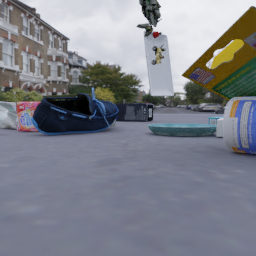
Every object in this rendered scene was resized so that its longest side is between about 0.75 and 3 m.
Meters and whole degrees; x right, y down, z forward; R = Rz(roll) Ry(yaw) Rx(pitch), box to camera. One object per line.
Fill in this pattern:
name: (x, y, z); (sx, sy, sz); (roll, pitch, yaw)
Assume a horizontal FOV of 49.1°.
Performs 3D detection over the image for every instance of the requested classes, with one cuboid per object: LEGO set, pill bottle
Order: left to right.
LEGO set: (0.587, -2.309, 5.900); (0.546, 1.251, 1.927); (-4, -30, 24)
pill bottle: (2.138, -0.021, 3.752); (1.495, 0.838, 0.838); (4, 6, 40)

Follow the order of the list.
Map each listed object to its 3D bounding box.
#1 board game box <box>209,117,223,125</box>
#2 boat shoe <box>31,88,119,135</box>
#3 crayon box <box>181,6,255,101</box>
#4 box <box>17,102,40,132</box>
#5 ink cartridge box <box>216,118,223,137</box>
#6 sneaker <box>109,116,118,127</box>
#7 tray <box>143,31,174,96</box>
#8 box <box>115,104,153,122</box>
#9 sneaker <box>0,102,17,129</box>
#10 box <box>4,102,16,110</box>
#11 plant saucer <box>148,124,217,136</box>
board game box: (3.510, -0.099, 8.049); (1.851, 0.434, 1.397); (-1, 4, -17)
boat shoe: (-1.179, -0.442, 7.654); (1.182, 0.964, 2.809); (40, 32, 22)
crayon box: (2.361, -0.749, 3.943); (2.689, 0.694, 1.691); (25, -21, -9)
box: (-2.644, -0.379, 8.968); (0.954, 0.880, 1.859); (1, 4, 11)
ink cartridge box: (2.623, -0.001, 6.521); (1.012, 0.443, 0.735); (0, 4, 27)
sneaker: (-0.997, -0.385, 10.104); (1.170, 0.999, 2.655); (9, 10, -9)
tray: (1.353, -2.893, 12.884); (1.576, 2.935, 0.326); (-6, -1, -39)
box: (0.366, -0.897, 16.153); (1.941, 1.013, 1.436); (2, 5, 18)
sneaker: (-4.072, -0.274, 9.695); (0.674, 0.768, 1.916); (6, 17, -45)
box: (-5.457, -0.588, 11.387); (0.893, 0.991, 1.762); (1, 4, 15)
plant saucer: (1.448, 0.039, 7.429); (1.854, 0.254, 1.854); (1, 3, 0)
